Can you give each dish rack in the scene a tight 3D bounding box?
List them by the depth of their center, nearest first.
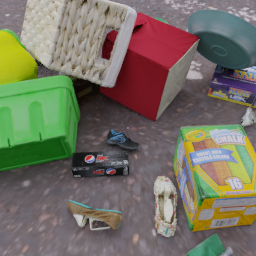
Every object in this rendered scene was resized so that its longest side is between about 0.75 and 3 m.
[{"bbox_3d":[-2.844,-1.941,9.555,0.921,0.327,1.200,3,46,4],"label":"dish rack"}]

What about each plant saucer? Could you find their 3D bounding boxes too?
[{"bbox_3d":[2.679,-2.326,7.900,2.461,2.461,0.442,30,86,25],"label":"plant saucer"}]

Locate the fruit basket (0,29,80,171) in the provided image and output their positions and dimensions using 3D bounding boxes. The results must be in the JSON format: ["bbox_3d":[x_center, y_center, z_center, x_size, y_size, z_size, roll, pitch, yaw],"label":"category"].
[{"bbox_3d":[-2.763,-0.682,6.768,3.178,2.292,3.178,1,64,-1],"label":"fruit basket"}]

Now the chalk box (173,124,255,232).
[{"bbox_3d":[1.841,0.830,6.117,1.410,1.403,2.266,-4,47,-5],"label":"chalk box"}]

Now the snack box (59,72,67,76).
[{"bbox_3d":[-1.888,-2.701,10.279,0.951,0.322,2.646,-2,46,-2],"label":"snack box"}]

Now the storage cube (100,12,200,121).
[{"bbox_3d":[0.563,-1.784,8.158,2.012,2.238,1.913,29,52,17],"label":"storage cube"}]

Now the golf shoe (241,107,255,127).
[{"bbox_3d":[3.392,-0.314,7.978,0.346,0.430,0.884,54,30,-5],"label":"golf shoe"}]

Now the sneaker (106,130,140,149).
[{"bbox_3d":[-0.125,0.310,7.279,0.915,0.375,0.335,14,7,11],"label":"sneaker"}]

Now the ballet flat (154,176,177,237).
[{"bbox_3d":[0.849,1.578,6.045,0.563,0.476,1.489,4,46,-4],"label":"ballet flat"}]

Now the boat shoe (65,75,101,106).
[{"bbox_3d":[-1.922,-1.091,8.385,1.116,1.050,2.931,23,37,38],"label":"boat shoe"}]

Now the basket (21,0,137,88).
[{"bbox_3d":[-1.497,-2.570,7.398,1.850,2.033,2.999,6,23,-36],"label":"basket"}]

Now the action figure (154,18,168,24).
[{"bbox_3d":[1.153,-3.751,10.983,1.715,0.794,2.903,-6,39,-4],"label":"action figure"}]

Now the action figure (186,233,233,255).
[{"bbox_3d":[1.026,2.752,4.909,2.015,0.551,1.190,-18,52,-12],"label":"action figure"}]

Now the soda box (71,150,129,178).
[{"bbox_3d":[-0.650,0.862,6.719,1.352,0.428,0.479,-2,46,-1],"label":"soda box"}]

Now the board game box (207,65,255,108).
[{"bbox_3d":[3.863,-1.512,8.920,2.243,0.636,1.854,16,47,15],"label":"board game box"}]

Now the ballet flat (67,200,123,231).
[{"bbox_3d":[-0.751,1.855,5.819,1.302,0.441,0.471,8,69,17],"label":"ballet flat"}]
